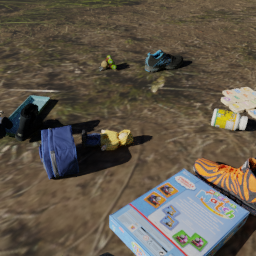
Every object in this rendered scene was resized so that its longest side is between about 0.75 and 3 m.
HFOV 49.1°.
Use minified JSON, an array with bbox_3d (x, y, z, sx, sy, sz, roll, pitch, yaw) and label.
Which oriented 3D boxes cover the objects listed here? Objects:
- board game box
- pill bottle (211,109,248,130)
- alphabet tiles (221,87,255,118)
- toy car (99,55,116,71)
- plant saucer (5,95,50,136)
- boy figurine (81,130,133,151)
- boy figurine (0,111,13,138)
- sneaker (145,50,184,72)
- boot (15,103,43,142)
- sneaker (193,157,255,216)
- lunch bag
[{"bbox_3d":[1.348,2.366,7.240,2.935,0.537,2.220,-24,41,-35],"label":"board game box"},{"bbox_3d":[4.000,-0.302,11.062,1.265,0.713,0.713,14,38,18],"label":"pill bottle"},{"bbox_3d":[5.671,-1.249,12.845,2.554,0.186,2.498,-11,37,-14],"label":"alphabet tiles"},{"bbox_3d":[-1.215,-3.540,15.854,0.933,0.736,0.767,-30,32,8],"label":"toy car"},{"bbox_3d":[-4.316,-0.552,11.809,1.004,0.273,2.873,7,37,8],"label":"plant saucer"},{"bbox_3d":[-0.738,0.424,10.172,1.854,0.597,1.153,-1,33,2],"label":"boy figurine"},{"bbox_3d":[-5.328,-0.221,10.750,2.047,0.660,1.273,13,54,30],"label":"boy figurine"},{"bbox_3d":[2.124,-3.868,15.796,2.493,1.021,0.913,-18,39,-24],"label":"sneaker"},{"bbox_3d":[-3.558,-0.386,10.488,0.612,1.347,1.603,30,35,-2],"label":"boot"},{"bbox_3d":[3.148,1.286,8.194,1.006,1.453,2.594,-30,45,-35],"label":"sneaker"},{"bbox_3d":[-2.319,0.736,9.192,1.154,1.185,1.744,-10,37,-13],"label":"lunch bag"}]
